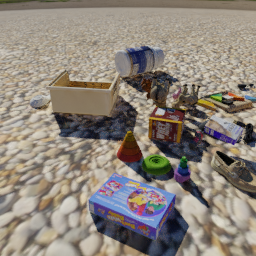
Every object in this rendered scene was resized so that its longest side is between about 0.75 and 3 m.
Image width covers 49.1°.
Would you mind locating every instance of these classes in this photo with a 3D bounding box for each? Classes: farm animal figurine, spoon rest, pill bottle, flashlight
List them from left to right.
[{"bbox_3d":[-3.682,-1.371,12.360,0.780,0.476,1.569,11,44,22],"label":"spoon rest"},{"bbox_3d":[0.692,-3.756,15.472,2.603,1.444,1.444,-18,34,-28],"label":"pill bottle"},{"bbox_3d":[1.751,-1.212,11.284,2.389,1.201,1.929,9,1,-21],"label":"farm animal figurine"},{"bbox_3d":[2.238,0.375,9.238,0.314,0.315,0.928,19,33,25],"label":"flashlight"}]

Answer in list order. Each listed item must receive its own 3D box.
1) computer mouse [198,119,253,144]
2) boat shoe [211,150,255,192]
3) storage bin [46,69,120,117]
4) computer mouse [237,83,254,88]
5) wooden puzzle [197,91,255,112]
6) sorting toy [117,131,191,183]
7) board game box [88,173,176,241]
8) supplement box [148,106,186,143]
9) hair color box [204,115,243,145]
[{"bbox_3d":[3.558,-0.113,9.998,1.866,0.429,1.310,16,34,26],"label":"computer mouse"},{"bbox_3d":[2.937,1.156,7.625,0.570,0.516,1.599,-19,34,-31],"label":"boat shoe"},{"bbox_3d":[-1.721,-1.594,11.885,2.522,1.182,2.504,3,30,7],"label":"storage bin"},{"bbox_3d":[5.822,-2.077,13.836,1.098,0.187,0.322,-8,20,-25],"label":"computer mouse"},{"bbox_3d":[4.316,-1.229,12.148,2.501,0.292,1.687,-17,34,-29],"label":"wooden puzzle"},{"bbox_3d":[0.701,0.721,8.090,2.453,0.845,0.851,21,35,33],"label":"sorting toy"},{"bbox_3d":[0.106,1.778,6.639,1.731,0.388,1.164,15,33,25],"label":"board game box"},{"bbox_3d":[1.365,-0.163,9.752,1.108,0.746,1.124,9,30,15],"label":"supplement box"},{"bbox_3d":[3.001,0.060,8.812,1.029,0.333,0.562,27,60,29],"label":"hair color box"}]
